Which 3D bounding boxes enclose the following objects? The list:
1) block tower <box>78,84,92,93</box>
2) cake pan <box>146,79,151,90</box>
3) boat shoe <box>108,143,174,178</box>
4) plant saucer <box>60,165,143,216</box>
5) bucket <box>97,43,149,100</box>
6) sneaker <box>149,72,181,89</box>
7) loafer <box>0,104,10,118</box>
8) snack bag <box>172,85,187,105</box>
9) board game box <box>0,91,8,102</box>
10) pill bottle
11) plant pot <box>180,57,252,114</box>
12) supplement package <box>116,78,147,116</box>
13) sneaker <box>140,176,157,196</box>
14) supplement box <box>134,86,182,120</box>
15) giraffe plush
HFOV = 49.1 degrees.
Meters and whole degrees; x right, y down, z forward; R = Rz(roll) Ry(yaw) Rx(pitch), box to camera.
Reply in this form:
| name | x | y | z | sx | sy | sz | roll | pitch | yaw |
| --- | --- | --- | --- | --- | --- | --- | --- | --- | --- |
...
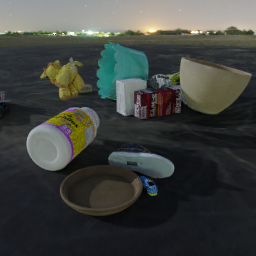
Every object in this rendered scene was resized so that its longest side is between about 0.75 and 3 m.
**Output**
| name | x | y | z | sx | sy | sz | roll | pitch | yaw |
| --- | --- | --- | --- | --- | --- | --- | --- | --- | --- |
| block tower | -2.835 | -2.260 | 16.175 | 1.439 | 0.389 | 0.416 | -4 | 23 | -12 |
| cake pan | 1.987 | -2.281 | 16.001 | 2.990 | 0.548 | 2.990 | 0 | 21 | 0 |
| boat shoe | 0.447 | 0.821 | 7.861 | 1.887 | 0.668 | 0.857 | 7 | 27 | 24 |
| plant saucer | -0.627 | 1.475 | 6.758 | 1.964 | 0.289 | 1.964 | -1 | 21 | 0 |
| bucket | -0.314 | -2.812 | 14.406 | 1.872 | 2.877 | 2.877 | 1 | 19 | -24 |
| sneaker | 2.513 | -2.578 | 15.851 | 2.713 | 1.010 | 1.148 | -2 | 5 | 35 |
| loafer | -5.569 | -0.733 | 12.194 | 0.423 | 0.437 | 1.246 | 2 | 21 | 4 |
| snack bag | 3.348 | -1.746 | 14.297 | 1.755 | 0.199 | 1.861 | -2 | 38 | -17 |
| board game box | -6.981 | -1.402 | 12.854 | 2.352 | 0.580 | 2.977 | -1 | 9 | 11 |
| pill bottle | -1.820 | 0.163 | 8.656 | 1.340 | 1.340 | 2.571 | 7 | 22 | 16 |
| plant pot | 3.589 | -1.772 | 12.384 | 2.992 | 2.008 | 2.992 | 11 | 20 | -4 |
| supplement package | 0.158 | -1.406 | 12.527 | 1.124 | 1.443 | 0.800 | -11 | 24 | -26 |
| sneaker | 0.508 | 1.361 | 7.017 | 0.267 | 0.317 | 0.809 | -10 | 22 | -19 |
| supplement box | 1.301 | -1.119 | 12.218 | 2.096 | 1.141 | 0.638 | -11 | 24 | -25 |
| giraffe plush | -2.607 | -2.001 | 10.814 | 1.310 | 1.616 | 1.394 | 16 | 26 | 26 |
